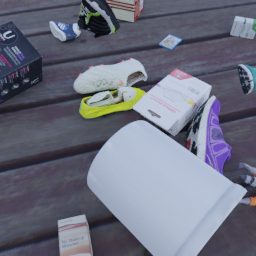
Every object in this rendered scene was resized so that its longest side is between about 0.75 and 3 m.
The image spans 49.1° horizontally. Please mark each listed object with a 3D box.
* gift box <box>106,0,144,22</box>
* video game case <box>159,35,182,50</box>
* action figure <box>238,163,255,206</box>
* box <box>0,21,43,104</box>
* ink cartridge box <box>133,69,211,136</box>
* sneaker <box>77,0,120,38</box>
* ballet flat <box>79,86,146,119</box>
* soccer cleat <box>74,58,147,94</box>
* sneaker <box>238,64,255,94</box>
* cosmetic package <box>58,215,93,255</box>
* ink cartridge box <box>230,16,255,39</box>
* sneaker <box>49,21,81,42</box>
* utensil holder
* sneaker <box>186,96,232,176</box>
[{"bbox_3d":[-0.189,-6.089,12.853,1.631,1.746,1.612,16,47,15],"label":"gift box"},{"bbox_3d":[1.798,-3.634,11.868,0.627,0.078,0.876,30,56,22],"label":"video game case"},{"bbox_3d":[3.649,1.819,6.810,1.995,1.078,2.062,11,52,20],"label":"action figure"},{"bbox_3d":[-4.521,-1.895,9.209,2.904,1.540,1.775,-36,81,-26],"label":"box"},{"bbox_3d":[1.393,-0.753,9.021,1.430,0.829,2.456,34,57,24],"label":"ink cartridge box"},{"bbox_3d":[-0.981,-3.137,7.984,1.068,2.579,0.925,-27,82,11],"label":"sneaker"},{"bbox_3d":[-0.436,-0.945,9.193,2.410,0.808,0.805,-18,53,-14],"label":"ballet flat"},{"bbox_3d":[-0.568,-1.734,9.814,2.668,0.925,1.035,-22,56,-21],"label":"soccer cleat"},{"bbox_3d":[1.843,-0.744,4.020,0.438,0.426,1.100,-14,2,28],"label":"sneaker"},{"bbox_3d":[-1.149,2.702,6.225,0.686,0.579,1.328,-12,42,-10],"label":"cosmetic package"},{"bbox_3d":[4.976,-4.300,11.998,0.988,0.724,0.410,15,51,11],"label":"ink cartridge box"},{"bbox_3d":[-2.659,-4.272,12.103,1.023,0.563,1.397,-28,55,-25],"label":"sneaker"},{"bbox_3d":[0.766,1.425,6.252,2.299,2.299,2.705,-37,60,-26],"label":"utensil holder"},{"bbox_3d":[2.393,0.399,8.133,1.215,1.174,2.913,18,60,-5],"label":"sneaker"}]
